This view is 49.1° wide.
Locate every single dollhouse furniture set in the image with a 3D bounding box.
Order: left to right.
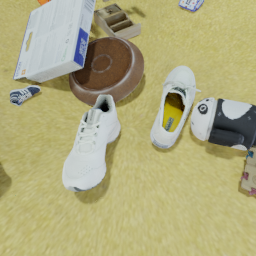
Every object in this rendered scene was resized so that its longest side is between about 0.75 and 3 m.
[{"bbox_3d":[-0.415,-4.308,9.191,2.092,2.387,1.586,-29,60,-18],"label":"dollhouse furniture set"}]

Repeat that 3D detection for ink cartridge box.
[{"bbox_3d":[-2.200,-2.734,8.391,2.673,0.543,2.667,-5,69,36],"label":"ink cartridge box"}]

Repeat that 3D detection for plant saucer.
[{"bbox_3d":[-0.724,-1.789,8.209,2.389,0.411,2.389,-6,67,14],"label":"plant saucer"}]

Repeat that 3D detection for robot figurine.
[{"bbox_3d":[2.530,-0.126,6.981,1.887,1.418,1.178,13,82,13],"label":"robot figurine"}]

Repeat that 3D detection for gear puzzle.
[{"bbox_3d":[4.054,1.405,6.507,2.797,0.366,1.449,22,56,11],"label":"gear puzzle"}]

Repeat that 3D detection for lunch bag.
[{"bbox_3d":[2.445,-4.886,10.753,0.716,0.522,0.843,32,74,21],"label":"lunch bag"}]

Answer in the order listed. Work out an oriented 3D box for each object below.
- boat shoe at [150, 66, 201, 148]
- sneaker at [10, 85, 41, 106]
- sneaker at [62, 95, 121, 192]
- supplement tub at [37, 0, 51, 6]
[{"bbox_3d":[1.257,-0.802,7.132,0.955,1.103,2.586,24,62,3],"label":"boat shoe"},{"bbox_3d":[-2.976,-0.926,8.094,0.905,0.317,0.491,-12,51,0],"label":"sneaker"},{"bbox_3d":[-0.873,0.239,6.374,0.986,1.152,2.646,6,42,9],"label":"sneaker"},{"bbox_3d":[-2.743,-5.329,10.766,0.964,0.964,1.574,35,62,22],"label":"supplement tub"}]
